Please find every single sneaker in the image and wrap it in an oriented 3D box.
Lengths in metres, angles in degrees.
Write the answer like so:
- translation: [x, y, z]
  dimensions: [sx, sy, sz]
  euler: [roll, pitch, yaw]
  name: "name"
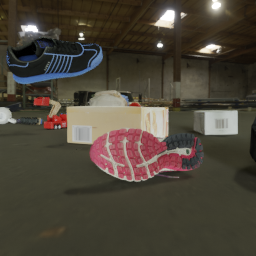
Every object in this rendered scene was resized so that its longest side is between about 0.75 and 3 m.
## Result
- translation: [0.196, 0.316, 3.002]
  dimensions: [1.299, 0.524, 0.485]
  euler: [6, -15, -30]
  name: "sneaker"
- translation: [-2.132, -2.208, 8.484]
  dimensions: [2.933, 1.029, 1.143]
  euler: [-20, -27, -18]
  name: "sneaker"

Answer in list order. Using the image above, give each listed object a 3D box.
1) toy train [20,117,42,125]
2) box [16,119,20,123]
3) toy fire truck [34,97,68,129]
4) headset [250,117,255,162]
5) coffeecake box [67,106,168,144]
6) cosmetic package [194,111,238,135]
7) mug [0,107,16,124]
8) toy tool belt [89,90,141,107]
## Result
- translation: [-4.253, -0.302, 12.330]
  dimensions: [0.433, 0.322, 1.889]
  euler: [12, -6, -40]
  name: "toy train"
- translation: [-4.879, -0.345, 13.617]
  dimensions: [0.723, 0.183, 1.011]
  euler: [0, 3, 9]
  name: "box"
- translation: [-2.535, -0.506, 9.652]
  dimensions: [0.374, 1.083, 1.536]
  euler: [3, 6, 26]
  name: "toy fire truck"
- translation: [2.328, -0.129, 3.330]
  dimensions: [1.672, 1.272, 2.707]
  euler: [2, 16, 17]
  name: "headset"
- translation: [-0.110, -0.108, 6.329]
  dimensions: [1.619, 0.771, 2.109]
  euler: [2, 5, 22]
  name: "coffeecake box"
- translation: [2.501, -0.187, 8.183]
  dimensions: [0.915, 0.658, 1.622]
  euler: [-2, 5, 1]
  name: "cosmetic package"
- translation: [-5.459, -0.478, 12.428]
  dimensions: [0.994, 0.734, 0.872]
  euler: [28, -3, -21]
  name: "mug"
- translation: [-0.643, -1.228, 15.390]
  dimensions: [2.797, 1.746, 1.719]
  euler: [1, 13, 6]
  name: "toy tool belt"
